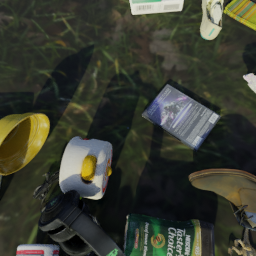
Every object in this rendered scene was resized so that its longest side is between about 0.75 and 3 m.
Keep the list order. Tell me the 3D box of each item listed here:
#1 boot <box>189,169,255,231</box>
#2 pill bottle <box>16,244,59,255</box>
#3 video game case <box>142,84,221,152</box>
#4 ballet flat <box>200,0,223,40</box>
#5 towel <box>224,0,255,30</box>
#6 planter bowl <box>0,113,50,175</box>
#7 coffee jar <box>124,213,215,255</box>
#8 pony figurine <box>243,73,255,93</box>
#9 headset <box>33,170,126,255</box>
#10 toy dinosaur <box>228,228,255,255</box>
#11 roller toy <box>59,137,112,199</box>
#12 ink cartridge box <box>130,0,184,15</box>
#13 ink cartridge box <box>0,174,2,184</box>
[{"bbox_3d":[2.565,1.645,6.276,2.411,0.901,1.169,8,61,2],"label":"boot"},{"bbox_3d":[-1.872,3.112,5.604,0.851,0.851,1.422,0,64,0],"label":"pill bottle"},{"bbox_3d":[1.448,-0.327,7.645,1.753,0.166,1.252,34,69,16],"label":"video game case"},{"bbox_3d":[2.776,-3.816,9.012,0.752,0.752,2.164,8,65,4],"label":"ballet flat"},{"bbox_3d":[4.393,-3.587,9.184,2.337,0.211,1.006,38,71,16],"label":"towel"},{"bbox_3d":[-2.661,0.202,6.534,0.697,1.673,1.673,33,69,13],"label":"planter bowl"},{"bbox_3d":[0.877,2.410,5.963,1.903,0.812,0.992,4,64,2],"label":"coffee jar"},{"bbox_3d":[4.270,-0.483,6.937,2.522,2.176,2.612,38,62,-18],"label":"pony figurine"},{"bbox_3d":[-1.033,1.856,5.835,2.850,1.760,1.339,21,55,36],"label":"headset"},{"bbox_3d":[2.578,2.671,6.147,0.664,0.382,1.313,15,49,-16],"label":"toy dinosaur"},{"bbox_3d":[-0.874,0.894,6.376,1.025,1.467,1.338,9,40,4],"label":"roller toy"},{"bbox_3d":[0.840,-4.891,9.658,1.727,0.537,2.146,-7,66,-4],"label":"ink cartridge box"},{"bbox_3d":[-3.743,0.966,6.703,1.275,0.723,1.739,-2,65,-1],"label":"ink cartridge box"}]
